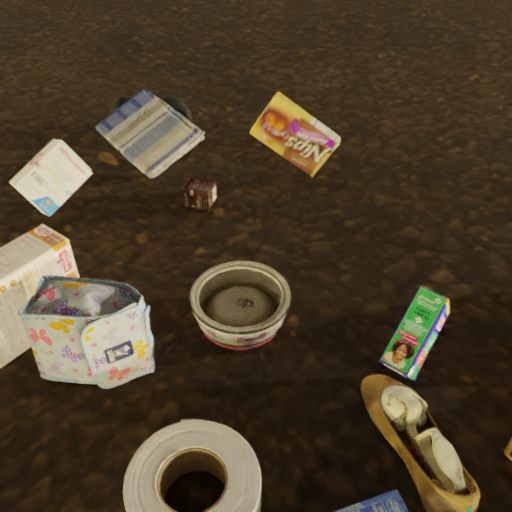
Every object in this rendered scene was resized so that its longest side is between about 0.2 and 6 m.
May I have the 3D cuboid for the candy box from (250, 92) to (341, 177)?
[{"bbox_3d":[0.828,-2.555,11.871,1.675,0.977,0.473,34,34,-9],"label":"candy box"}]

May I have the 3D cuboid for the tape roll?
[{"bbox_3d":[-0.756,2.858,6.833,1.660,0.580,1.660,0,41,0],"label":"tape roll"}]

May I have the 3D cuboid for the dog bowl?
[{"bbox_3d":[-0.255,0.834,9.159,1.638,0.604,1.638,0,40,0],"label":"dog bowl"}]

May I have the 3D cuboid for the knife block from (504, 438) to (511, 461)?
[{"bbox_3d":[4.724,1.911,7.754,2.558,0.818,2.245,6,40,8],"label":"knife block"}]

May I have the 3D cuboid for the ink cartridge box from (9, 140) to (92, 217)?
[{"bbox_3d":[-3.170,-1.221,8.694,0.990,0.715,0.419,-49,34,-15],"label":"ink cartridge box"}]

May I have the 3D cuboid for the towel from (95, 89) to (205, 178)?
[{"bbox_3d":[-2.514,-2.901,13.156,1.696,0.275,2.309,-42,63,-14],"label":"towel"}]

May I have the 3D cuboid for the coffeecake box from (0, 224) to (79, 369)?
[{"bbox_3d":[-3.722,0.668,8.652,0.713,1.497,1.951,27,47,28],"label":"coffeecake box"}]

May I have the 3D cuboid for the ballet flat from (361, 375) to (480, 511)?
[{"bbox_3d":[2.152,2.315,7.329,0.813,0.747,2.370,-9,41,-19],"label":"ballet flat"}]

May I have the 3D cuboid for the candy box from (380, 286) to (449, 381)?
[{"bbox_3d":[2.299,1.133,8.015,0.464,1.019,1.205,26,85,25],"label":"candy box"}]

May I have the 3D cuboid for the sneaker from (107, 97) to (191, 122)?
[{"bbox_3d":[-2.701,-3.379,14.004,2.196,0.834,0.997,2,50,12],"label":"sneaker"}]

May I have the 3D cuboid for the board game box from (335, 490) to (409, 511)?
[{"bbox_3d":[0.775,4.094,5.371,2.844,0.620,2.858,-14,43,-14],"label":"board game box"}]

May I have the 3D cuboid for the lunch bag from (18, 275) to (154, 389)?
[{"bbox_3d":[-2.367,1.134,8.164,1.693,1.436,1.076,5,39,4],"label":"lunch bag"}]

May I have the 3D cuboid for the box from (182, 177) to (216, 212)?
[{"bbox_3d":[-1.173,-1.286,11.690,0.578,0.479,0.474,11,42,12],"label":"box"}]
